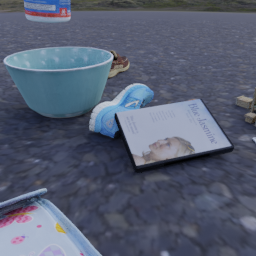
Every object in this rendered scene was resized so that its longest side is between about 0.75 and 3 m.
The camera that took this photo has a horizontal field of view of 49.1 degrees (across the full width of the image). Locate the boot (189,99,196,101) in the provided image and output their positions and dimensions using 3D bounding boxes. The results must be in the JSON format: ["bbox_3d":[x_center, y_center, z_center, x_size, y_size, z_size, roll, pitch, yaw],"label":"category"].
[{"bbox_3d":[1.274,-0.300,7.108,1.239,0.590,1.601,-2,27,-3],"label":"boot"}]

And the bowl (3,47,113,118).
[{"bbox_3d":[-1.869,-1.314,8.065,2.944,1.540,2.944,0,27,0],"label":"bowl"}]

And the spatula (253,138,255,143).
[{"bbox_3d":[3.413,0.566,5.956,1.069,0.124,1.538,-6,26,1],"label":"spatula"}]

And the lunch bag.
[{"bbox_3d":[-1.433,1.546,2.470,2.033,1.524,2.397,-16,21,-32],"label":"lunch bag"}]

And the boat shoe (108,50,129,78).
[{"bbox_3d":[-0.594,-2.818,11.783,0.886,0.883,2.455,12,29,22],"label":"boat shoe"}]

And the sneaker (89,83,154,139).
[{"bbox_3d":[0.046,-0.353,7.174,1.014,0.884,2.255,32,46,20],"label":"sneaker"}]

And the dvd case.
[{"bbox_3d":[0.962,0.082,6.106,2.213,0.194,1.579,-10,49,-14],"label":"dvd case"}]

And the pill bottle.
[{"bbox_3d":[-2.154,-4.008,7.363,1.238,2.205,1.238,3,28,-2],"label":"pill bottle"}]

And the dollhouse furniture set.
[{"bbox_3d":[3.476,-0.730,7.711,1.293,0.813,1.462,-19,32,-33],"label":"dollhouse furniture set"}]
